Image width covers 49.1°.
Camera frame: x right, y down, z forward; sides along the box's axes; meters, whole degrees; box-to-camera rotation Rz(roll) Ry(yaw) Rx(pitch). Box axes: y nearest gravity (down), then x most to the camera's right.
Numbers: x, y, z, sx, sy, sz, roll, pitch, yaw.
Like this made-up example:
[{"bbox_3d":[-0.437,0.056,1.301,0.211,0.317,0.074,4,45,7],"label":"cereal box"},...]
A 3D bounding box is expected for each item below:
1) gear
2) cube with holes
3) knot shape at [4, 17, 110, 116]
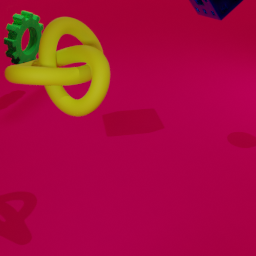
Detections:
[{"bbox_3d":[-3.211,-2.761,8.775,0.303,1.636,1.636,19,38,9],"label":"gear"},{"bbox_3d":[2.150,-3.601,6.835,1.207,1.207,1.207,-42,31,8],"label":"cube with holes"},{"bbox_3d":[-0.912,-1.020,4.263,1.591,0.735,1.489,16,61,9],"label":"knot shape"}]
